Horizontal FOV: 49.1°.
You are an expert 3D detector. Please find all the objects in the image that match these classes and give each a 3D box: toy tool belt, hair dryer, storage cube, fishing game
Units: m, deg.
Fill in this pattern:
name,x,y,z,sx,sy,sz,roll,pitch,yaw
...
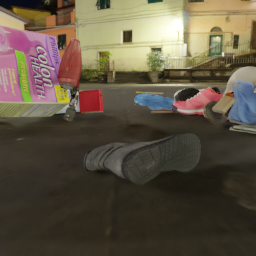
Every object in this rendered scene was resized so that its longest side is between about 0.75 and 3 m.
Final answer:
name,x,y,z,sx,sy,sz,roll,pitch,yaw
toy tool belt,3.569,-0.610,6.820,2.664,1.664,1.637,7,30,30
hair dryer,-1.781,-1.523,8.593,0.642,2.365,1.801,7,23,-10
storage cube,-1.246,-0.874,9.411,0.791,0.711,0.676,-5,0,4
fishing game,1.104,-1.005,11.433,1.795,0.390,2.507,-2,25,-16

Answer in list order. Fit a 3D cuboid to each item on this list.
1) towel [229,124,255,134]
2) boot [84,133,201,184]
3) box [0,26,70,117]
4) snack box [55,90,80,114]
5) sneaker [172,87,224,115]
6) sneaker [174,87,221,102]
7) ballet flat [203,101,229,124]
name,x,y,z,sx,sy,sz,roll,pitch,yaw
towel,3.064,0.001,7.020,0.775,0.139,0.805,-10,14,-43
boot,0.246,0.349,4.138,1.624,0.567,1.069,-3,5,-41
box,-3.322,-1.581,8.180,2.611,2.297,1.262,-3,-15,-44
snack box,-2.806,-1.085,10.981,2.074,0.832,2.459,-7,14,-36
sneaker,2.621,-0.939,9.772,2.265,0.982,0.835,7,12,35
sneaker,2.784,-1.189,12.032,2.606,0.918,1.219,-11,-4,-34
ballet flat,2.731,-0.463,8.252,1.979,0.667,0.459,-7,4,-43
